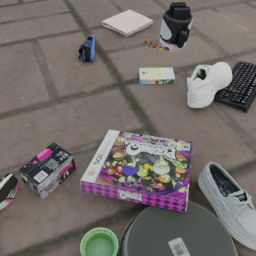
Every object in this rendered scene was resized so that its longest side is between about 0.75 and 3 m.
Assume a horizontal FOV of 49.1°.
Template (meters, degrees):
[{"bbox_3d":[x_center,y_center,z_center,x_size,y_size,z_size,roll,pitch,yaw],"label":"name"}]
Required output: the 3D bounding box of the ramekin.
[{"bbox_3d":[-0.636,2.752,6.357,0.847,0.414,0.847,0,45,0],"label":"ramekin"}]

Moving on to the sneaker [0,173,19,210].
[{"bbox_3d":[-3.575,1.833,7.064,0.783,0.728,1.814,15,46,16],"label":"sneaker"}]

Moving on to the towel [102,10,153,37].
[{"bbox_3d":[-0.012,-5.438,14.486,2.001,0.323,1.911,-34,55,-29],"label":"towel"}]

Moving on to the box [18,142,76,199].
[{"bbox_3d":[-2.173,1.162,7.713,0.828,0.719,1.253,29,54,24],"label":"box"}]

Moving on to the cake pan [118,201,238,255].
[{"bbox_3d":[1.147,2.784,6.268,2.751,0.504,2.751,0,46,0],"label":"cake pan"}]

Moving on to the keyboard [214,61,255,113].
[{"bbox_3d":[4.640,-1.661,10.743,1.790,0.382,2.981,25,51,23],"label":"keyboard"}]

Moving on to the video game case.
[{"bbox_3d":[0.373,1.010,7.651,2.644,0.473,2.397,9,34,12],"label":"video game case"}]

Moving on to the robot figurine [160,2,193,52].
[{"bbox_3d":[1.316,-2.773,7.797,0.821,1.316,0.989,21,49,12],"label":"robot figurine"}]

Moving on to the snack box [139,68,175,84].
[{"bbox_3d":[1.149,-2.099,11.238,1.372,0.255,0.797,-1,45,-1],"label":"snack box"}]

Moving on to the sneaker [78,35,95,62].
[{"bbox_3d":[-1.836,-3.594,12.455,0.689,0.620,1.768,2,46,-8],"label":"sneaker"}]

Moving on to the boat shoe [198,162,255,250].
[{"bbox_3d":[2.590,1.828,6.938,0.820,0.837,2.349,-16,47,-21],"label":"boat shoe"}]

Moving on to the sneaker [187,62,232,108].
[{"bbox_3d":[3.041,-1.881,10.287,1.004,1.144,2.855,8,39,39],"label":"sneaker"}]

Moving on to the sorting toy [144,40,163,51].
[{"bbox_3d":[1.170,-3.844,13.011,1.081,0.183,0.521,20,49,18],"label":"sorting toy"}]
